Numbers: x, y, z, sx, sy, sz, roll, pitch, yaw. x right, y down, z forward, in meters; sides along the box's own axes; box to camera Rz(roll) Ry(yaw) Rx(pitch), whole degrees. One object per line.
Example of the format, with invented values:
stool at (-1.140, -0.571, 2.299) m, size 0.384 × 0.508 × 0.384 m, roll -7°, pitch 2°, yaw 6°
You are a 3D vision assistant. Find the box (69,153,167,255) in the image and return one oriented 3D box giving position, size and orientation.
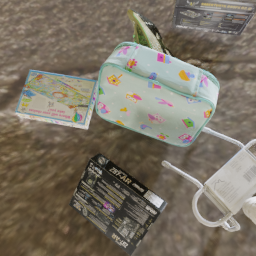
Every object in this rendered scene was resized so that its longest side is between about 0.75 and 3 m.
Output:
box at (-0.262, 1.514, 5.584) m, size 1.679 × 1.345 × 0.365 m, roll 34°, pitch 28°, yaw 15°

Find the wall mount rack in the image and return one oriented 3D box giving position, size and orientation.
wall mount rack at (2.012, 0.972, 6.148) m, size 2.374 × 0.885 × 2.063 m, roll -37°, pitch 73°, yaw -17°

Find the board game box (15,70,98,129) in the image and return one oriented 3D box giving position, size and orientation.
board game box at (-1.775, -0.740, 7.097) m, size 1.840 × 0.315 × 1.237 m, roll 11°, pitch 73°, yaw 8°

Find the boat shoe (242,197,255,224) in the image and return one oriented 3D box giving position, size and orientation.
boat shoe at (3.421, 1.750, 5.586) m, size 2.555 × 0.840 × 0.919 m, roll 5°, pitch 100°, yaw -22°

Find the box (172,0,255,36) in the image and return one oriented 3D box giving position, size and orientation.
box at (2.308, -3.245, 7.682) m, size 2.094 × 1.659 × 0.506 m, roll 8°, pitch 82°, yaw 6°

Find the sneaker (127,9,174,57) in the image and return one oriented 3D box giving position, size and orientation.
sneaker at (0.398, -2.126, 7.498) m, size 1.060 × 0.920 × 2.393 m, roll -34°, pitch 72°, yaw 27°

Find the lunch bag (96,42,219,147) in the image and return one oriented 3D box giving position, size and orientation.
lunch bag at (0.521, -0.644, 6.191) m, size 2.524 × 2.024 × 0.973 m, roll 22°, pitch 57°, yaw 4°
